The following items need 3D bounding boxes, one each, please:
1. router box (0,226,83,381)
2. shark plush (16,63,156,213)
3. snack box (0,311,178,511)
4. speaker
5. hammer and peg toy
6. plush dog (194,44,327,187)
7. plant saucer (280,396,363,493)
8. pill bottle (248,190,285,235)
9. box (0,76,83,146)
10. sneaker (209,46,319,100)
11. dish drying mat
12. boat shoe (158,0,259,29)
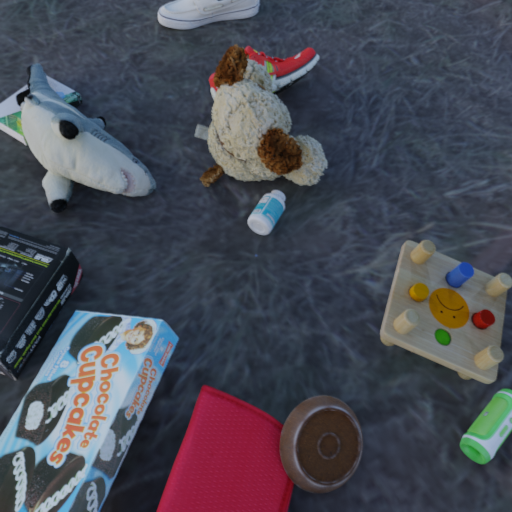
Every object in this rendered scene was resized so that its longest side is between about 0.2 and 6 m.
[{"bbox_3d":[-4.569,0.532,9.093,2.774,0.862,2.079,18,58,12],"label":"router box"},{"bbox_3d":[-3.696,-2.396,11.175,1.735,1.893,4.166,-14,40,-38],"label":"shark plush"},{"bbox_3d":[-2.487,2.232,7.754,1.795,0.573,3.089,2,52,29],"label":"snack box"},{"bbox_3d":[3.406,2.430,8.033,0.490,0.490,1.107,39,64,23],"label":"speaker"},{"bbox_3d":[3.326,0.949,8.738,2.615,0.922,1.923,23,58,-1],"label":"hammer and peg toy"},{"bbox_3d":[-0.155,-2.247,9.915,2.204,2.359,2.747,-33,83,-7],"label":"plush dog"},{"bbox_3d":[0.956,2.593,7.682,1.303,0.224,1.303,4,81,-23],"label":"plant saucer"},{"bbox_3d":[0.226,-0.817,10.254,0.466,0.466,0.841,24,59,15],"label":"pill bottle"},{"bbox_3d":[-4.703,-3.140,11.919,1.172,0.295,1.624,30,62,18],"label":"box"},{"bbox_3d":[0.194,-3.937,11.782,2.621,1.009,1.113,-31,100,-20],"label":"sneaker"},{"bbox_3d":[-0.618,3.973,6.583,1.767,0.419,4.600,31,55,-16],"label":"dish drying mat"},{"bbox_3d":[-1.159,-6.204,13.654,2.549,0.838,0.917,-9,56,-6],"label":"boat shoe"}]
